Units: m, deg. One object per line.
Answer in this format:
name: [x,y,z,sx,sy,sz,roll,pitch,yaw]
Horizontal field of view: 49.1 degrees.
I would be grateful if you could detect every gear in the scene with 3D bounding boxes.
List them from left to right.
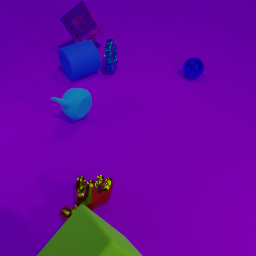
gear: [-0.592,-2.617,10.119,0.212,1.149,1.149,2,46,11]

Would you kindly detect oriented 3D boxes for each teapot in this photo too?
teapot: [-1.610,-0.758,8.298,0.762,0.968,1.557,27,14,20]

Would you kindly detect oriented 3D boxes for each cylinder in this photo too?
cylinder: [-1.724,-2.425,9.961,1.135,1.135,1.135,-27,52,-23]

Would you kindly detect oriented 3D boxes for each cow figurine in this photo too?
cow figurine: [-0.912,1.715,6.318,0.691,1.239,1.259,9,3,43]

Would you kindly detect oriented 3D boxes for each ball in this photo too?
ball: [2.327,-2.131,9.964,0.750,0.750,0.750,0,46,0]

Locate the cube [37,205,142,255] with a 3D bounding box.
cube: [-0.556,2.351,4.605,1.314,1.314,1.314,-49,29,-12]

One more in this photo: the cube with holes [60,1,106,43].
cube with holes: [-1.687,-3.881,10.628,1.068,1.068,1.068,-34,89,11]
